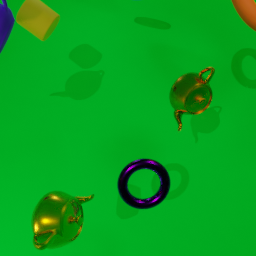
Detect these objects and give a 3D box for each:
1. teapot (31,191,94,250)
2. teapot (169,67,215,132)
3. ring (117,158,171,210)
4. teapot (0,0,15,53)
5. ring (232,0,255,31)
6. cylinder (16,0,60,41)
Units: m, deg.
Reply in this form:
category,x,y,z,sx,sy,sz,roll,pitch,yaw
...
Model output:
category,x,y,z,sx,sy,sz,roll,pitch,yaw
teapot,-1.061,1.480,4.624,0.723,0.918,1.477,-4,16,21
teapot,1.342,-0.626,5.892,1.489,0.926,0.729,-60,33,13
ring,0.321,1.125,5.606,1.080,0.216,1.080,-1,102,-5
teapot,-3.004,-2.052,5.845,0.937,1.914,1.190,25,35,-24
ring,2.756,-2.755,5.800,1.720,0.344,1.720,6,77,-27
cylinder,-2.437,-2.967,7.630,0.841,0.841,0.841,35,65,-13
